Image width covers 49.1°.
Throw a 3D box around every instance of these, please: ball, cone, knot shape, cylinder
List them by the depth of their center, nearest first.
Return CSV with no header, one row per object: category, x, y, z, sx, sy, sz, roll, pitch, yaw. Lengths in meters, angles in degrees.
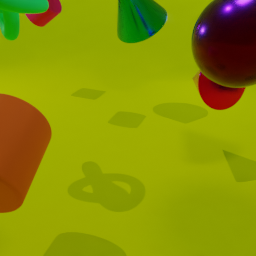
cylinder,-1.688,0.322,3.579,1.116,1.116,1.116,4,47,7
ball,1.510,-1.189,3.790,1.277,1.277,1.277,0,28,0
knot shape,-2.342,-2.329,4.757,1.737,1.625,0.802,9,68,49
cone,1.707,-1.042,6.067,1.148,1.148,1.153,-10,16,-17
cone,0.088,-3.559,7.840,1.621,1.627,1.621,-14,53,19
cylinder,-2.951,-4.167,9.719,0.937,0.937,0.937,-22,15,33
